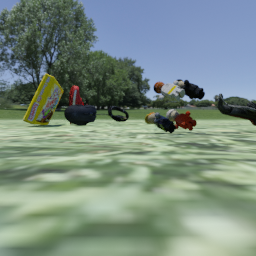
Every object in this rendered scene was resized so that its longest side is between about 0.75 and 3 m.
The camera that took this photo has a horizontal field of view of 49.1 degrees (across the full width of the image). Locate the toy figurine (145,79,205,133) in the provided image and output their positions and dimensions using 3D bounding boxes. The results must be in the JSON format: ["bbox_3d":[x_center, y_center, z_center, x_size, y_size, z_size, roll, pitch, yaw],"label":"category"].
[{"bbox_3d":[0.753,-0.379,4.642,0.855,0.869,0.604,-9,28,-39],"label":"toy figurine"}]

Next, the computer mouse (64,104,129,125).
[{"bbox_3d":[-0.971,-0.441,9.454,2.384,0.699,0.406,-1,2,-31],"label":"computer mouse"}]

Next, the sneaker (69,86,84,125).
[{"bbox_3d":[-1.675,-0.825,10.121,0.851,1.473,0.577,-1,34,-22],"label":"sneaker"}]

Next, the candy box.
[{"bbox_3d":[-2.691,-0.828,9.254,0.385,1.491,2.917,23,-2,-8],"label":"candy box"}]

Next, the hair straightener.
[{"bbox_3d":[2.363,-0.307,4.908,1.969,0.403,0.758,15,-11,-29],"label":"hair straightener"}]
